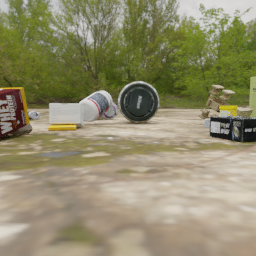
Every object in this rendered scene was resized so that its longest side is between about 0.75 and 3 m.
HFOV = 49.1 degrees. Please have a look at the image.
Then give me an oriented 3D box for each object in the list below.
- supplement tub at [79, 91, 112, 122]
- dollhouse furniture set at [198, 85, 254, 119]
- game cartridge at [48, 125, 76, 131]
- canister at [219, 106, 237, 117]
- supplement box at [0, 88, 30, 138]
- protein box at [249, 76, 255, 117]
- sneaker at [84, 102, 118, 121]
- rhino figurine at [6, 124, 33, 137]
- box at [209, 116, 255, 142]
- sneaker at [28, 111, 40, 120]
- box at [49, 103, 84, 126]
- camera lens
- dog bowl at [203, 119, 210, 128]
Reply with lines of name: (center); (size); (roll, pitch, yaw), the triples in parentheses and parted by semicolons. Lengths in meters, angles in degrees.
supplement tub: (-1.423, -0.983, 12.334); (1.021, 1.021, 1.456); (3, 27, 29)
dollhouse furniture set: (4.153, -0.819, 11.835); (1.136, 1.499, 1.710); (-6, 34, -42)
game cartridge: (-2.275, -0.001, 9.756); (0.932, 0.151, 0.821); (-3, 5, -10)
canister: (3.575, -0.381, 10.017); (0.360, 0.832, 0.618); (-4, 6, -39)
supplement box: (-3.693, -0.386, 7.169); (1.535, 1.033, 1.556); (2, 18, 17)
protein box: (6.338, -1.161, 11.709); (1.404, 2.081, 2.066); (-1, 5, -14)
sneaker: (-1.899, -1.019, 15.945); (2.915, 1.091, 1.452); (-4, 6, -39)
rhino figurine: (-3.238, 0.042, 8.019); (0.483, 0.330, 1.105); (16, 16, 31)
box: (2.916, -0.003, 7.226); (1.049, 0.552, 1.281); (-2, 5, -20)
sneaker: (-5.565, -0.702, 15.976); (0.739, 0.490, 1.299); (0, -1, 5)
box: (-2.283, -0.471, 10.556); (1.151, 0.756, 1.157); (0, -5, -3)
camera lens: (0.456, -1.184, 13.196); (1.843, 1.843, 2.304); (0, 4, -1)
dog bowl: (3.475, -0.191, 10.850); (1.093, 0.321, 1.093); (0, 4, 0)
